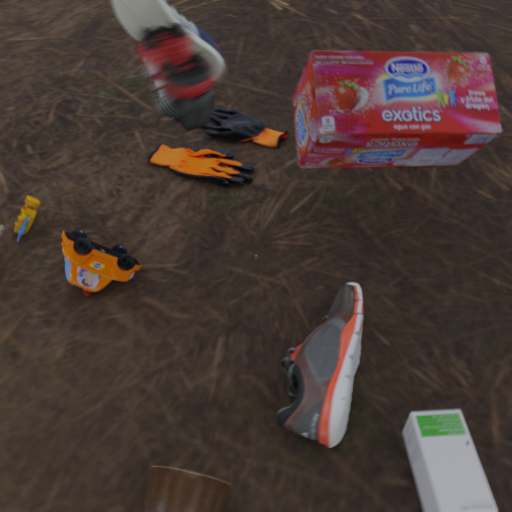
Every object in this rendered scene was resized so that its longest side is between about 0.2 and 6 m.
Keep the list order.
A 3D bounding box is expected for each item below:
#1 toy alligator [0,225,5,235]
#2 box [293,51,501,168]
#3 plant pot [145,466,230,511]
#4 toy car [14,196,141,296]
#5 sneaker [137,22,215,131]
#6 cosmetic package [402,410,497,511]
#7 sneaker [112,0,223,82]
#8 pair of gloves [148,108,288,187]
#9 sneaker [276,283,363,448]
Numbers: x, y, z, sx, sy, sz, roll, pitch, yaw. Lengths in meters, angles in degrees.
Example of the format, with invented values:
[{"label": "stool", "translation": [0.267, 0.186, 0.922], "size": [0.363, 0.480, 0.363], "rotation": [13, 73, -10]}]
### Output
[{"label": "toy alligator", "translation": [-5.167, 0.315, 10.436], "size": [0.601, 0.657, 2.217], "rotation": [41, 45, -17]}, {"label": "box", "translation": [2.405, -2.563, 10.035], "size": [3.251, 1.621, 1.552], "rotation": [-3, 78, -8]}, {"label": "plant pot", "translation": [-0.975, 3.412, 7.139], "size": [1.084, 1.084, 1.159], "rotation": [8, 61, 8]}, {"label": "toy car", "translation": [-3.578, -0.115, 10.938], "size": [3.132, 1.536, 1.042], "rotation": [27, 94, 45]}, {"label": "sneaker", "translation": [-1.255, -2.819, 8.821], "size": [0.879, 1.215, 2.487], "rotation": [-18, 45, -11]}, {"label": "cosmetic package", "translation": [2.634, 2.956, 7.770], "size": [0.790, 0.623, 1.468], "rotation": [-3, 44, -5]}, {"label": "sneaker", "translation": [-1.644, -4.297, 10.735], "size": [2.427, 0.910, 1.025], "rotation": [41, 25, -17]}, {"label": "pair of gloves", "translation": [-0.873, -2.724, 13.559], "size": [2.595, 0.360, 2.913], "rotation": [19, 48, 18]}, {"label": "sneaker", "translation": [1.017, 1.511, 8.907], "size": [1.197, 1.126, 2.923], "rotation": [7, 45, 16]}]
